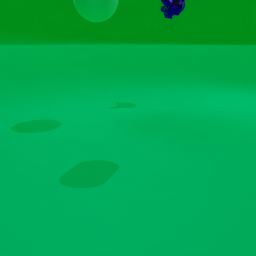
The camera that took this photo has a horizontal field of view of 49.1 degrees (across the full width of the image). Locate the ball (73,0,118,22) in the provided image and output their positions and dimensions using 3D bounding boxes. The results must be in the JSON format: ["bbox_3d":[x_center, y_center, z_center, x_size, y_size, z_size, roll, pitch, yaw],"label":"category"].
[{"bbox_3d":[-0.929,-3.759,8.100,1.305,1.305,1.305,0,18,0],"label":"ball"}]

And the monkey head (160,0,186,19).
[{"bbox_3d":[1.655,-4.668,10.527,1.350,0.971,0.814,-14,47,41],"label":"monkey head"}]
